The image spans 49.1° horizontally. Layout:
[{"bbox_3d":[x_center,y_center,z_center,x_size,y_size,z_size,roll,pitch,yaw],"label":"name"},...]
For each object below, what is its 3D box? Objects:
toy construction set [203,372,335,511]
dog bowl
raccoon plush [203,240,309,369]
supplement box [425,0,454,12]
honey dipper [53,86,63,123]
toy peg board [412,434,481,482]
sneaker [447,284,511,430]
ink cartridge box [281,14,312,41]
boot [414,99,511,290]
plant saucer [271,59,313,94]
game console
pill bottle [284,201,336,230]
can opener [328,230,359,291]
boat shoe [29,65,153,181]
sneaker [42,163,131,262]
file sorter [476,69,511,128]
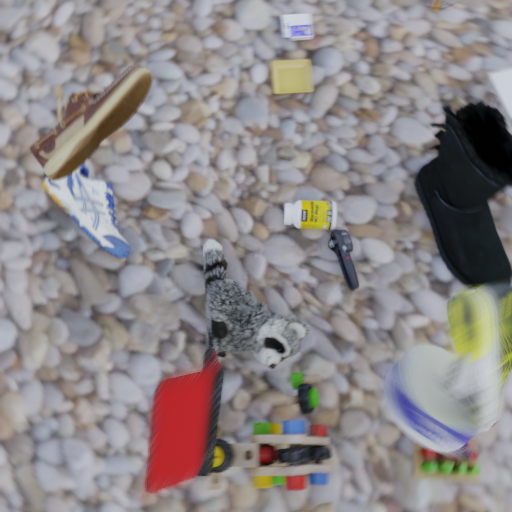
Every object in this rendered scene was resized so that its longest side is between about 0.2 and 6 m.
[{"bbox_3d":[0.151,3.790,9.737,2.165,2.350,2.818,-10,94,16],"label":"toy construction set"},{"bbox_3d":[2.924,2.276,9.099,1.598,0.629,1.598,14,41,-13],"label":"dog bowl"},{"bbox_3d":[-0.035,0.845,10.878,1.864,1.346,2.782,-1,71,-9],"label":"raccoon plush"},{"bbox_3d":[4.338,-6.754,13.671,0.557,0.718,1.301,-24,73,-9],"label":"supplement box"},{"bbox_3d":[-4.513,-3.345,12.812,0.216,0.216,1.139,-7,75,-2],"label":"honey dipper"},{"bbox_3d":[3.542,3.499,10.281,1.188,0.581,1.183,3,72,1],"label":"toy peg board"},{"bbox_3d":[3.369,1.448,7.915,0.993,2.347,0.874,-17,28,-12],"label":"sneaker"},{"bbox_3d":[0.984,-5.541,13.560,0.700,0.152,0.694,-3,71,-3],"label":"ink cartridge box"},{"bbox_3d":[4.252,-1.074,10.691,1.236,2.737,3.340,-20,73,-7],"label":"boot"},{"bbox_3d":[0.829,-4.127,13.053,0.899,0.218,0.899,-3,71,-2],"label":"plant saucer"},{"bbox_3d":[-0.996,2.156,7.563,0.915,1.328,1.541,5,101,-14],"label":"game console"},{"bbox_3d":[1.126,-0.860,11.748,1.057,0.594,0.594,2,71,0],"label":"pill bottle"},{"bbox_3d":[1.841,0.066,11.525,0.527,0.425,1.340,-13,71,-5],"label":"can opener"},{"bbox_3d":[-2.982,-2.499,9.862,2.658,0.959,0.957,-40,90,18],"label":"boat shoe"},{"bbox_3d":[-3.308,-1.010,11.615,1.110,0.948,2.517,-42,77,-12],"label":"sneaker"},{"bbox_3d":[6.086,-3.185,12.143,2.139,1.332,1.484,-15,72,-5],"label":"file sorter"}]
